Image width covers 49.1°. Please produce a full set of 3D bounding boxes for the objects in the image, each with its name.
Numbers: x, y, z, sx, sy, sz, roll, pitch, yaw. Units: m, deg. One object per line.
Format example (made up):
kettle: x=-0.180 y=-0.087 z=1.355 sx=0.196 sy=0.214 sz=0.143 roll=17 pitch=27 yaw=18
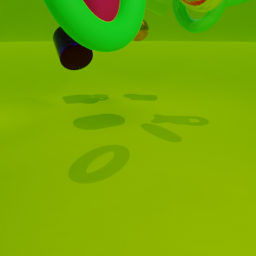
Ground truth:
cylinder: x=0.958 y=-4.465 z=9.417 sx=1.021 sy=1.021 sz=1.021 roll=22 pitch=15 yaw=-13
cylinder: x=-0.736 y=-2.831 z=6.610 sx=1.320 sy=1.320 sz=1.320 roll=30 pitch=25 yaw=-16
knot shape: x=2.022 y=-3.205 z=6.379 sx=1.915 sy=2.046 sz=0.945 roll=7 pitch=50 yaw=6
ring: x=-0.387 y=-1.948 z=3.569 sx=0.384 sy=1.918 sz=1.918 roll=1 pitch=16 yaw=37
ball: x=0.371 y=-3.735 z=10.657 sx=0.858 sy=0.858 sz=0.858 roll=0 pitch=19 yaw=0
ring: x=1.218 y=-2.949 z=5.097 sx=0.333 sy=1.664 sz=1.664 roll=-31 pitch=28 yaw=-13
cylinder: x=-2.092 y=-3.063 z=10.615 sx=1.262 sy=1.262 sz=1.262 roll=-9 pitch=56 yaw=-24
